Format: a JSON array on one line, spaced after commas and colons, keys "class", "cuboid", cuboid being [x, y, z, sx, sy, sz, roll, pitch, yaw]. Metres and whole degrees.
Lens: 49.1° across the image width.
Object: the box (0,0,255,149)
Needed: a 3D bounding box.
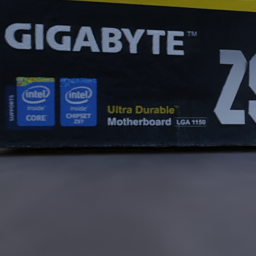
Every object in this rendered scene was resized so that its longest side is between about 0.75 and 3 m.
[{"class": "box", "cuboid": [0.621, -0.249, 2.302, 2.830, 0.698, 2.260, 0, 2, -8]}]
